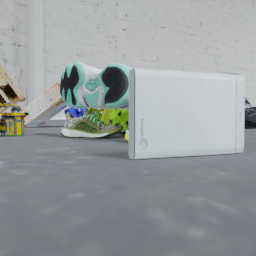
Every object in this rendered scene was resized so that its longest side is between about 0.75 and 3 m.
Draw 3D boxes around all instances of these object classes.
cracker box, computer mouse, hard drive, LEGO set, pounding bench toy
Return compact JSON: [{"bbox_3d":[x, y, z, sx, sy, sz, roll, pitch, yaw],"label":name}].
[{"bbox_3d":[-3.031,-0.835,10.648,2.062,0.595,1.381,-35,-4,9],"label":"cracker box"},{"bbox_3d":[3.970,-0.239,9.727,2.387,0.629,1.653,-14,11,-27],"label":"computer mouse"},{"bbox_3d":[0.651,-0.145,2.940,1.326,0.874,0.177,-1,3,-21],"label":"hard drive"},{"bbox_3d":[-3.411,-0.549,5.698,2.498,1.447,1.921,-2,3,-44],"label":"LEGO set"},{"bbox_3d":[-5.495,-0.896,11.619,2.333,2.991,1.858,-37,14,-15],"label":"pounding bench toy"}]

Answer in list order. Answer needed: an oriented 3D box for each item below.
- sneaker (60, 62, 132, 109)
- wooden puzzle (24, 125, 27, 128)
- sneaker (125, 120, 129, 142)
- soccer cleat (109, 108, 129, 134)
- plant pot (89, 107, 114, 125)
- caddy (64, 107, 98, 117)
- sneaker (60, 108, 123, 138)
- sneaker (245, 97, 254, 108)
[{"bbox_3d":[-0.203,-0.724,5.661,1.671,0.929,2.389,4,9,-43],"label":"sneaker"},{"bbox_3d":[-4.265,-0.012,8.296,2.325,0.163,1.379,1,3,29],"label":"wooden puzzle"},{"bbox_3d":[0.420,-0.082,4.101,0.570,0.647,1.529,-4,3,-36],"label":"sneaker"},{"bbox_3d":[0.557,-0.195,6.354,1.099,0.915,2.711,26,-16,-34],"label":"soccer cleat"},{"bbox_3d":[-0.584,-0.584,8.978,0.976,1.076,1.071,7,21,-35],"label":"plant pot"},{"bbox_3d":[-1.879,-0.488,11.454,1.227,0.911,1.736,-24,3,0],"label":"caddy"},{"bbox_3d":[-0.729,-0.099,5.476,1.288,0.571,0.495,1,2,13],"label":"sneaker"},{"bbox_3d":[4.870,-1.012,11.604,2.680,1.875,1.042,1,3,20],"label":"sneaker"}]
